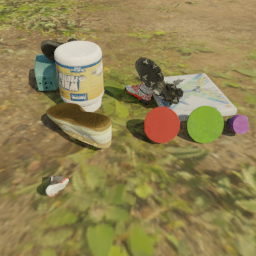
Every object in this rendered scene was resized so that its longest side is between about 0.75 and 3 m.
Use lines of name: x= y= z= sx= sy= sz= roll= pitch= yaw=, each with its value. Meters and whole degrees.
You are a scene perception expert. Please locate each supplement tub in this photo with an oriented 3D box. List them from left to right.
supplement tub: x=-1.380 y=-1.461 z=8.202 sx=1.311 sy=1.812 sz=1.311 roll=0 pitch=38 yaw=0

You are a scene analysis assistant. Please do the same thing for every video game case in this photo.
video game case: x=1.920 y=-1.043 z=8.937 sx=2.135 sy=0.258 sz=2.342 roll=-7 pitch=38 yaw=-9

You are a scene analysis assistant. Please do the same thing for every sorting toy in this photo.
sorting toy: x=1.753 y=-0.143 z=7.566 sx=2.791 sy=0.968 sz=0.961 roll=-1 pitch=8 yaw=-6

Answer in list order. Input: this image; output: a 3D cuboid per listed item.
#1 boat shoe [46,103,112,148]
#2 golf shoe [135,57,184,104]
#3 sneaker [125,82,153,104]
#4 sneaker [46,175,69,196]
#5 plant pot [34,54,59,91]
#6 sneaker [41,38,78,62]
boat shoe: x=-1.313 y=-0.057 z=7.259 sx=0.865 sy=0.776 sz=2.338 roll=-31 pitch=36 yaw=-32
golf shoe: x=0.770 y=-1.277 z=7.974 sx=0.656 sy=1.688 sz=0.797 roll=-48 pitch=13 yaw=-8
sneaker: x=0.371 y=-1.266 z=8.878 sx=0.366 sy=0.588 sz=1.097 roll=-5 pitch=35 yaw=-44
sneaker: x=-1.498 y=1.123 z=5.641 sx=0.332 sy=0.312 sz=0.810 roll=37 pitch=5 yaw=7
plant pot: x=-2.697 y=-1.828 z=9.475 sx=0.874 sy=0.873 sz=1.236 roll=-2 pitch=40 yaw=-2
sneaker: x=-2.010 y=-2.629 z=9.490 sx=2.103 sy=0.632 sz=1.097 roll=17 pitch=44 yaw=-41
